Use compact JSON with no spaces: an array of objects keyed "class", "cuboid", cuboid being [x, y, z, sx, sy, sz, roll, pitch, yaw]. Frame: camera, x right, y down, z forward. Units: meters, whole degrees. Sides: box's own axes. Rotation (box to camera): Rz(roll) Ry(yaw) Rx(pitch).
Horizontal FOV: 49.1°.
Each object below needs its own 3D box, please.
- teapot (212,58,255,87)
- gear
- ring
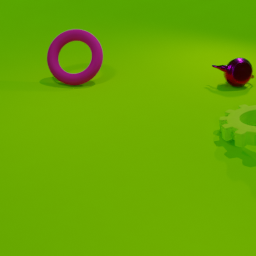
[{"class":"teapot","cuboid":[3.556,-1.869,9.315,1.531,0.952,0.750,12,12,-14]},{"class":"gear","cuboid":[3.190,-0.101,6.686,1.882,0.348,1.882,-11,24,5]},{"class":"ring","cuboid":[-1.794,-2.395,9.458,1.934,1.934,0.387,4,-6,6]}]
